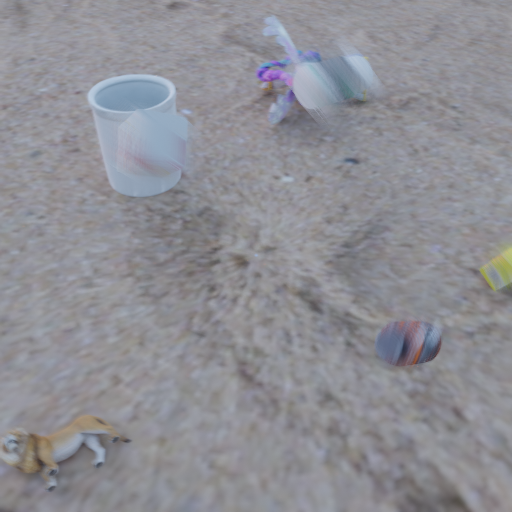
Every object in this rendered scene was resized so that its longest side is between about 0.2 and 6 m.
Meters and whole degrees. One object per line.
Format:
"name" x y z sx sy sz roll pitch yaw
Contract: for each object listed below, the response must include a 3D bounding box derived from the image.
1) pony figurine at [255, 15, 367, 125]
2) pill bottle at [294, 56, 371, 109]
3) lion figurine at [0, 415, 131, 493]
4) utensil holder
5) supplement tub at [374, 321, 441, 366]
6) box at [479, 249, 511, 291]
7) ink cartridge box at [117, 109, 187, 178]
"pony figurine" 1.021 -3.702 11.614 2.485 2.069 2.399 5 10 10
"pill bottle" 1.024 -2.317 7.406 0.964 0.545 0.545 -25 47 -27
"lion figurine" -2.092 2.037 6.112 1.259 0.456 0.771 -13 34 -34
"utensil holder" -2.027 -2.061 9.669 1.409 1.658 1.409 0 43 0
"supplement tub" 1.502 0.873 5.593 0.437 0.437 0.817 39 19 35
"box" 4.021 -0.064 8.174 1.570 0.591 0.393 -28 76 -24
"ink cartridge box" -1.352 -1.405 7.159 0.646 0.649 0.893 3 -4 -28
